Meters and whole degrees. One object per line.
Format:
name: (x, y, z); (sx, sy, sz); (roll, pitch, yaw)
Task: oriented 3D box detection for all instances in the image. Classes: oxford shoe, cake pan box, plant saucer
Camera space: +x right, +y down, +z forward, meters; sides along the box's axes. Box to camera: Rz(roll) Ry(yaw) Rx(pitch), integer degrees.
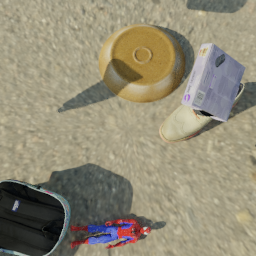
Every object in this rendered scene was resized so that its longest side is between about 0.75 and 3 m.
oxford shoe: (2.101, -0.558, 8.069); (2.776, 1.025, 0.983); (-35, 78, -8)
cake pan box: (2.049, -1.000, 6.623); (1.409, 0.400, 1.529); (17, 92, -34)
plant saucer: (0.446, -2.170, 8.760); (2.788, 0.494, 2.788); (0, 76, 0)

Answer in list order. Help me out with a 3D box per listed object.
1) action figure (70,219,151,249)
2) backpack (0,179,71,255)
action figure: (-0.444, 2.831, 7.500); (2.138, 0.553, 0.699); (-5, 73, -4)
backpack: (-2.470, 2.311, 7.112); (1.934, 1.456, 1.717); (15, 76, 4)
